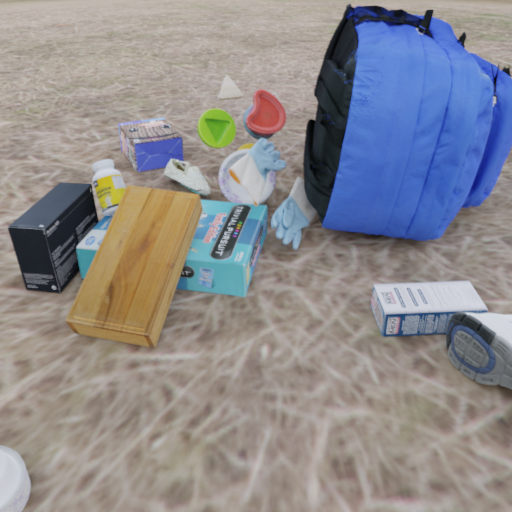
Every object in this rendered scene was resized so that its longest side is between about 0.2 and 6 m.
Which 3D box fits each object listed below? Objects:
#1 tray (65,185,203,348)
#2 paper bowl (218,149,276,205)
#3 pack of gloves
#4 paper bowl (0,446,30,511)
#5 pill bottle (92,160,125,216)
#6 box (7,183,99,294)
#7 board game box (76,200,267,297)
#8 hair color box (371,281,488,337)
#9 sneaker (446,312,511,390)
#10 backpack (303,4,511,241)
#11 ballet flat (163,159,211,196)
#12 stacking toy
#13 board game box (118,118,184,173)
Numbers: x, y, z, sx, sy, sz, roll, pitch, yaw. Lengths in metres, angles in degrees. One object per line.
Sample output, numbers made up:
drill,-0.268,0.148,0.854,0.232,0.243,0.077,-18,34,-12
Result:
tray,-1.943,0.071,9.336,1.369,0.514,2.777,8,58,10
paper bowl,-0.184,-1.714,12.617,1.281,1.281,0.666,2,0,3
pack of gloves,0.337,-1.250,11.442,0.483,2.056,2.447,-28,15,30
paper bowl,-3.140,2.588,6.292,1.063,0.553,1.063,0,30,0
pill bottle,-2.793,-1.303,10.696,0.554,0.990,0.554,-18,-2,-1
box,-3.632,-0.389,10.371,0.738,1.322,1.873,6,32,9
board game box,-1.487,-0.312,10.819,3.083,0.724,2.328,5,32,9
hair color box,2.780,0.853,9.139,1.642,0.497,0.821,-2,32,-2
sneaker,4.015,1.584,7.433,1.349,1.154,3.097,-10,33,-24
backpack,3.164,-2.825,11.675,4.274,4.139,5.094,7,32,7
ballet flat,-1.656,-1.932,13.362,0.614,0.614,1.710,-24,37,-33
stacking toy,-0.453,-3.076,13.704,1.978,2.185,0.923,30,-14,-18
board game box,-2.840,-3.015,15.109,1.326,0.805,1.663,-14,35,-22
